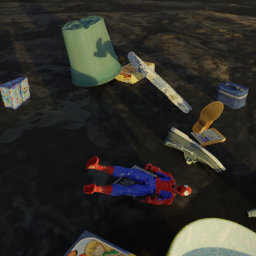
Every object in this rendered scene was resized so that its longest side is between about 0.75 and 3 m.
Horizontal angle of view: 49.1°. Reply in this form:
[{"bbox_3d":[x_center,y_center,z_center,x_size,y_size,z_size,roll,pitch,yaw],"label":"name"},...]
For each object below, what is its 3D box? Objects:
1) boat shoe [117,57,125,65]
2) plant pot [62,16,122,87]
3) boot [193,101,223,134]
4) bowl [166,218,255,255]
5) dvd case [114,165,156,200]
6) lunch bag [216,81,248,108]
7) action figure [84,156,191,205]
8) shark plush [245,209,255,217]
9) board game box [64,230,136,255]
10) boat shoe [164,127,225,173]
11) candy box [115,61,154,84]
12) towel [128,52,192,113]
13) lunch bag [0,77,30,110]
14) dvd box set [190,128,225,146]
[{"bbox_3d":[-0.785,-3.888,15.840,1.353,0.460,0.487,12,37,22],"label":"boat shoe"},{"bbox_3d":[-1.802,-3.704,13.225,2.601,2.547,2.601,-10,35,7],"label":"plant pot"},{"bbox_3d":[1.899,-0.280,6.394,0.359,0.936,0.727,39,32,19],"label":"boot"},{"bbox_3d":[1.526,2.847,4.520,2.379,1.280,2.379,11,39,-9],"label":"bowl"},{"bbox_3d":[0.192,1.500,7.877,0.783,0.129,1.041,22,39,31],"label":"dvd case"},{"bbox_3d":[4.357,-1.480,11.815,0.850,0.828,1.251,-25,41,-33],"label":"lunch bag"},{"bbox_3d":[0.404,1.323,6.590,2.837,0.733,0.928,16,62,-32],"label":"action figure"},{"bbox_3d":[3.650,1.801,6.806,1.880,0.783,0.854,-2,33,-4],"label":"shark plush"},{"bbox_3d":[-0.793,3.296,4.733,1.932,0.492,2.854,15,36,25],"label":"board game box"},{"bbox_3d":[2.005,0.793,8.691,2.152,0.784,0.665,40,93,36],"label":"boat shoe"},{"bbox_3d":[0.356,-2.885,14.243,1.104,0.529,1.913,23,40,32],"label":"candy box"},{"bbox_3d":[1.156,-1.771,10.730,2.792,0.332,2.051,36,16,-26],"label":"towel"},{"bbox_3d":[-4.611,-1.523,11.754,0.605,0.969,1.287,14,36,19],"label":"lunch bag"},{"bbox_3d":[2.744,0.305,9.701,0.977,0.144,0.715,-12,35,-17],"label":"dvd box set"}]
